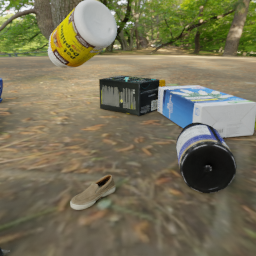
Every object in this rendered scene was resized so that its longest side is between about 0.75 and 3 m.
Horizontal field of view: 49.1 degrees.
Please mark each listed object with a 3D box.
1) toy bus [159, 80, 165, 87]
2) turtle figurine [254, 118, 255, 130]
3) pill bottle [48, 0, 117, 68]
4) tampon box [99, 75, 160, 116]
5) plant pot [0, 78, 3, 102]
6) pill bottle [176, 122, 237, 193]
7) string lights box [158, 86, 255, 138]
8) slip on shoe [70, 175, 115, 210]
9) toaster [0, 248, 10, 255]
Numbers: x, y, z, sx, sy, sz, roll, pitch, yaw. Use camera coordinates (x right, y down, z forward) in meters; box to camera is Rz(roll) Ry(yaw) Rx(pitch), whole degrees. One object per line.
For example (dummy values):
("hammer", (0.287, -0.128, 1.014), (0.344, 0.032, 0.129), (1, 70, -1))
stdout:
("toy bus", (0.648, -1.721, 11.993), (2.096, 0.682, 0.820), (-7, 13, -28))
("turtle figurine", (4.529, -0.347, 7.431), (2.297, 0.917, 2.849), (-1, 25, 17))
("pill bottle", (-1.350, -2.389, 7.575), (1.194, 1.194, 2.185), (-14, -1, -39))
("tampon box", (0.043, -1.176, 9.760), (1.722, 1.087, 1.291), (13, 22, 36))
("plant pot", (-5.482, -1.445, 10.851), (1.070, 0.962, 1.070), (-12, 21, -36))
("pill bottle", (1.322, 0.420, 5.040), (0.874, 0.874, 1.562), (2, 17, 6))
("string lights box", (2.080, -0.575, 8.167), (1.535, 0.881, 2.988), (-4, 18, -14))
("slip on shoe", (-0.529, 0.972, 4.313), (0.843, 0.255, 0.320), (-16, 24, -41))
("toaster", (-2.293, 1.094, 2.921), (1.306, 0.857, 1.444), (15, 22, 36))
